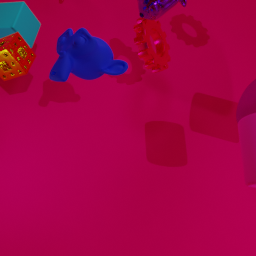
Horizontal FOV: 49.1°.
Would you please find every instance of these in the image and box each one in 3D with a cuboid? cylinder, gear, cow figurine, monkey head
[{"bbox_3d":[2.605,0.396,4.880,1.180,1.180,1.180,0,73,0],"label":"cylinder"},{"bbox_3d":[0.683,-2.271,7.597,0.277,1.500,1.500,-11,64,34],"label":"gear"},{"bbox_3d":[3.673,-0.410,6.906,1.388,1.388,1.388,18,69,-10],"label":"cylinder"},{"bbox_3d":[0.778,-2.755,5.795,1.431,1.408,0.786,-42,93,4],"label":"cow figurine"},{"bbox_3d":[-0.868,-1.187,5.191,1.633,0.984,1.175,13,71,35],"label":"monkey head"}]

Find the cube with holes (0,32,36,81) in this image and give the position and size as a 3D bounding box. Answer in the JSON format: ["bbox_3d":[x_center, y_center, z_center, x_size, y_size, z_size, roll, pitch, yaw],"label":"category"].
[{"bbox_3d":[-2.835,-1.720,6.780,0.729,0.729,0.729,-11,47,22],"label":"cube with holes"}]

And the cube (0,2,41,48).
[{"bbox_3d":[-3.157,-2.863,7.848,0.881,0.881,0.881,6,69,18],"label":"cube"}]
